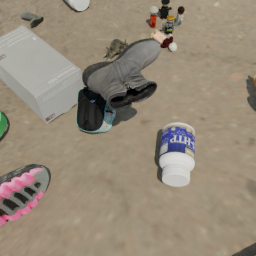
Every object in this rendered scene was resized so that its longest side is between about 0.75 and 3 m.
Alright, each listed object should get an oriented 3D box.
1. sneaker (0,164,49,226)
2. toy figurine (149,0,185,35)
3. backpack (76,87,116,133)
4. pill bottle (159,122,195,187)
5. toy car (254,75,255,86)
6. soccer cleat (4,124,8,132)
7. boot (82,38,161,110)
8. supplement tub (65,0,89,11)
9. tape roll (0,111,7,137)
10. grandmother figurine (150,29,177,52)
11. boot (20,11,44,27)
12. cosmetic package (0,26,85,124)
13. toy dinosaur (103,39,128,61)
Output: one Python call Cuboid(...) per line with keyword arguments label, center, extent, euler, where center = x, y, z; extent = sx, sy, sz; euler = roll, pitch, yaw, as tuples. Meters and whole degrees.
Cuboid(label="sneaker", center=(-3.131, 1.512, 5.795), extent=(2.956, 1.168, 1.410), euler=(-32, 48, -23))
Cuboid(label="toy figurine", center=(1.412, -4.045, 10.091), extent=(1.120, 0.792, 1.138), euler=(35, 60, 24))
Cuboid(label="backpack", center=(-0.815, -0.416, 7.209), extent=(0.970, 0.846, 1.103), euler=(7, 84, 24))
Cuboid(label="pill bottle", center=(1.148, 0.620, 6.533), extent=(0.811, 0.811, 1.354), euler=(6, 54, 5))
Cuboid(label="toy car", center=(4.450, -0.891, 7.341), extent=(2.274, 2.182, 2.467), euler=(-16, 24, -27))
Cuboid(label="soccer cleat", center=(-3.575, -0.065, 7.423), extent=(0.776, 0.266, 0.331), euler=(12, 45, 5))
Cuboid(label="boot", center=(0.195, -1.127, 6.003), extent=(2.096, 0.731, 1.380), euler=(-35, 47, -18))
Cuboid(label="supplement tub", center=(-2.052, -5.137, 10.923), extent=(0.791, 0.791, 1.095), euler=(-28, 58, -19))
Cuboid(label="tape roll", center=(-3.767, -0.013, 7.190), extent=(1.242, 0.298, 1.242), euler=(-7, 52, 9))
Cuboid(label="grandmother figurine", center=(1.279, -2.982, 9.611), extent=(0.649, 0.324, 1.071), euler=(-44, 64, 3))
Cuboid(label="boot", center=(-3.680, -4.085, 10.431), extent=(0.838, 0.304, 0.762), euler=(25, 42, 10))
Cuboid(label="cosmetic package", center=(-2.629, -1.566, 7.934), extent=(2.784, 1.256, 1.487), euler=(36, 63, 27))
Cuboid(label="toy dinosaur", center=(-0.357, -2.751, 9.311), extent=(0.646, 0.486, 1.263), euler=(19, 58, 6))
